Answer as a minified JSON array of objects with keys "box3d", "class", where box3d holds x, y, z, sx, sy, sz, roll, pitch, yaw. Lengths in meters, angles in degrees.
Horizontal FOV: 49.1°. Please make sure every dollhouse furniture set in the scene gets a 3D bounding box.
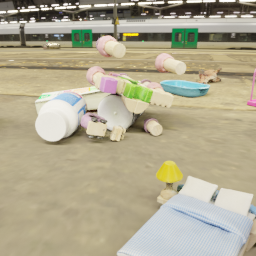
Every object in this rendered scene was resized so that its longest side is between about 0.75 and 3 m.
[{"box3d":[0.939,0.966,2.683,2.719,1.774,2.567,13,23,35],"class":"dollhouse furniture set"}]

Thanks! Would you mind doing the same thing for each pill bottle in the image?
[{"box3d":[-1.795,-0.334,7.616,1.051,1.051,1.873,2,18,5],"class":"pill bottle"},{"box3d":[-0.042,-0.695,8.624,1.091,1.091,2.054,6,20,18],"class":"pill bottle"}]

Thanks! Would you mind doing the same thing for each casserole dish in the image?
[{"box3d":[2.578,-1.814,12.874,1.491,0.477,2.461,-14,23,-36],"class":"casserole dish"}]

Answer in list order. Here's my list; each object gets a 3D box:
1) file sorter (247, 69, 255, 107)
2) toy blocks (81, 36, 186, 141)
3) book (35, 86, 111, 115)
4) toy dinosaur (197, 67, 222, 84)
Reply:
[{"box3d":[5.968,-1.427,10.081,1.699,1.533,2.445,-12,22,-30],"class":"file sorter"},{"box3d":[-0.105,-1.106,7.821,2.298,2.459,2.070,9,17,-26],"class":"toy blocks"},{"box3d":[-1.860,-1.122,10.495,2.799,0.673,1.870,-9,19,-5],"class":"book"},{"box3d":[4.528,-2.963,15.797,1.357,0.859,2.002,-3,12,12],"class":"toy dinosaur"}]
